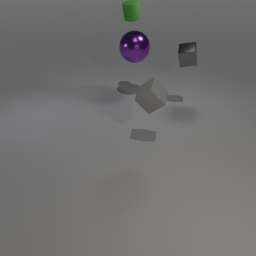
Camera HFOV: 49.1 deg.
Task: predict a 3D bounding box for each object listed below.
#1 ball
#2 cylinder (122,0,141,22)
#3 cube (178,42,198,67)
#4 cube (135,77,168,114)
[{"bbox_3d":[0.297,-3.637,12.569,1.400,1.400,1.400,0,29,0],"label":"ball"},{"bbox_3d":[0.146,-4.961,11.853,0.700,0.700,0.700,-7,37,5],"label":"cylinder"},{"bbox_3d":[2.455,-3.001,11.466,0.700,0.700,0.700,-2,47,18],"label":"cube"},{"bbox_3d":[0.737,-1.004,8.740,0.700,0.700,0.700,-28,31,36],"label":"cube"}]
